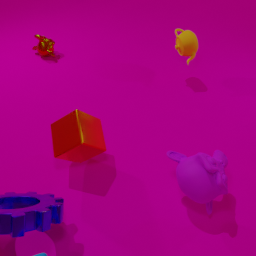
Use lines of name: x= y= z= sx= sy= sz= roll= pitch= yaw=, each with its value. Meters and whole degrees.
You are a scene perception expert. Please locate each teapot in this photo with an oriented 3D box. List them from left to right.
teapot: x=1.785 y=-2.544 z=8.676 sx=0.632 sy=0.803 sz=1.291 roll=-19 pitch=75 yaw=-6

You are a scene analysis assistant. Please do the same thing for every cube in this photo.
cube: x=-1.113 y=0.213 z=6.289 sx=0.837 sy=0.837 sz=0.837 roll=-26 pitch=63 yaw=26

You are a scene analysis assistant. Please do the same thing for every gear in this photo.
gear: x=-2.028 y=1.472 z=4.960 sx=1.728 sy=0.320 sz=1.728 roll=2 pitch=-1 yaw=0

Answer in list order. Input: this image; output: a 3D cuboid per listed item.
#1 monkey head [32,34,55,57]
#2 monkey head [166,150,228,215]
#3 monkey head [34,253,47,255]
monkey head: x=-3.099 y=-2.984 z=10.193 sx=1.154 sy=0.695 sz=0.830 roll=23 pitch=7 yaw=27
monkey head: x=1.492 y=0.910 z=5.562 sx=1.517 sy=0.914 sz=1.091 roll=55 pitch=39 yaw=0
monkey head: x=-1.055 y=2.436 z=4.088 sx=1.793 sy=1.080 sz=1.290 roll=-26 pitch=77 yaw=0
